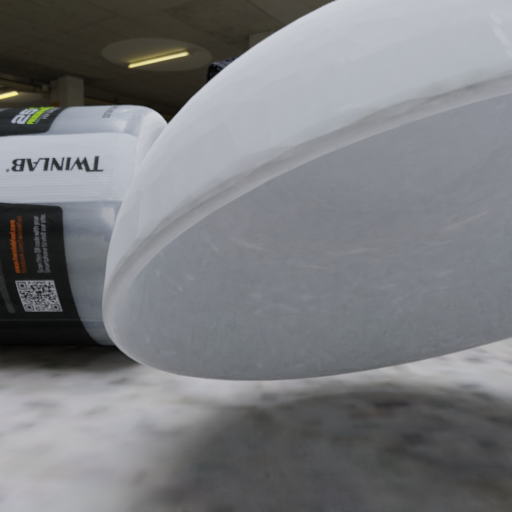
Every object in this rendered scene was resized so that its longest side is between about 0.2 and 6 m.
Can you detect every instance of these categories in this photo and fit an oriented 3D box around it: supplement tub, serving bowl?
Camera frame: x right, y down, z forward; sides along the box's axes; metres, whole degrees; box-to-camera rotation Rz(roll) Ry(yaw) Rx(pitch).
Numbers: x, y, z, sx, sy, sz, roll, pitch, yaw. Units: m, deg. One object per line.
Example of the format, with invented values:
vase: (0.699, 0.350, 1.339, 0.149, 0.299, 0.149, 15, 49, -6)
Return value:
supplement tub: (-1.939, -0.194, 3.946, 2.690, 1.648, 1.648, 0, 7, 3)
serving bowl: (0.613, -0.196, 2.228, 2.417, 0.795, 2.417, -10, -24, -4)

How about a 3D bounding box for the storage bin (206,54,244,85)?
storage bin: (0.706, -1.659, 8.483, 1.497, 2.158, 3.192, -24, 45, -23)
